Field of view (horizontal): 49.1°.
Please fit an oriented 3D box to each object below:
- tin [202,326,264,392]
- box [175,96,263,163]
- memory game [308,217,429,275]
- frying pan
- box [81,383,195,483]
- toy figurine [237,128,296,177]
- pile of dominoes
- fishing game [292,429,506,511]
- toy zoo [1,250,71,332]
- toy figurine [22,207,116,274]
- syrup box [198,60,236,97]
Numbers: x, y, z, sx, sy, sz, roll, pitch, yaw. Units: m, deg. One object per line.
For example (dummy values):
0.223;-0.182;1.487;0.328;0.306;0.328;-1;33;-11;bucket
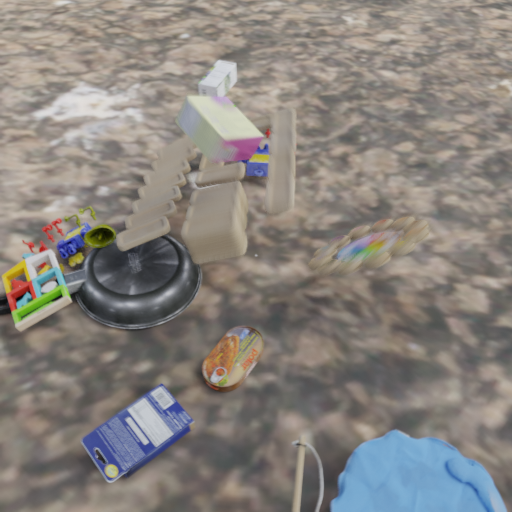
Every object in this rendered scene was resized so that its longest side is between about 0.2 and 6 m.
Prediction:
-0.360;1.682;9.169;0.700;0.262;1.250;23;51;25;tin
-0.607;-2.076;9.157;0.936;0.514;1.064;-17;60;-46;box
1.909;-0.204;9.560;2.120;0.135;2.120;-21;15;6;memory game
-2.935;0.238;10.355;3.854;0.627;2.332;6;46;1;frying pan
-1.742;2.620;8.278;1.442;0.234;0.873;-31;54;-27;box
-0.059;-2.206;12.288;1.871;0.987;1.121;4;48;1;toy figurine
-0.730;-1.392;10.869;3.185;0.651;4.086;-11;36;13;pile of dominoes
2.119;3.502;7.291;3.525;0.548;2.524;10;47;-1;fishing game
-3.907;0.499;9.867;0.993;0.155;1.514;-30;53;-7;toy zoo
-3.397;-0.467;10.647;1.722;0.908;1.032;-27;21;16;toy figurine
-1.016;-4.621;14.886;0.549;0.531;1.349;15;49;14;syrup box
